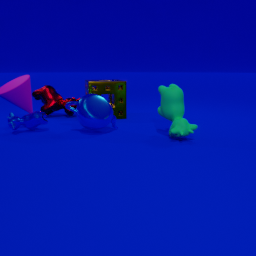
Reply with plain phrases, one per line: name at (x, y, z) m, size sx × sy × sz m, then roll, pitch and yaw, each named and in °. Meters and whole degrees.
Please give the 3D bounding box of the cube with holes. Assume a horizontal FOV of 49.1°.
cube with holes at (-0.842, -1.074, 10.270) m, size 1.326 × 1.326 × 1.326 m, roll -3°, pitch 13°, yaw -13°

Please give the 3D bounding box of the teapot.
teapot at (-0.936, -0.375, 7.898) m, size 1.697 × 1.055 × 0.831 m, roll 21°, pitch -36°, yaw -19°

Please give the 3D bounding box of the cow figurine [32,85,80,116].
cow figurine at (-2.583, -1.040, 10.342) m, size 1.466 × 1.490 × 0.818 m, roll -30°, pitch -7°, yaw -9°

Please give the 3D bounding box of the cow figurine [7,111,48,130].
cow figurine at (-2.833, -0.218, 7.838) m, size 0.927 × 0.509 × 0.912 m, roll -21°, pitch -17°, yaw 17°

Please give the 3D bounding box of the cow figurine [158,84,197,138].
cow figurine at (1.226, -0.421, 7.138) m, size 0.718 × 1.308 × 1.287 m, roll -11°, pitch 25°, yaw -14°

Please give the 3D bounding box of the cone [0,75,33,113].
cone at (-3.152, -0.839, 8.397) m, size 1.091 × 1.095 × 1.091 m, roll -19°, pitch 30°, yaw 11°
